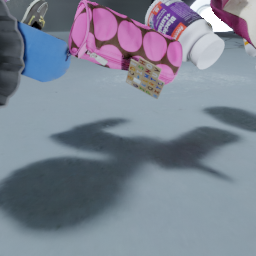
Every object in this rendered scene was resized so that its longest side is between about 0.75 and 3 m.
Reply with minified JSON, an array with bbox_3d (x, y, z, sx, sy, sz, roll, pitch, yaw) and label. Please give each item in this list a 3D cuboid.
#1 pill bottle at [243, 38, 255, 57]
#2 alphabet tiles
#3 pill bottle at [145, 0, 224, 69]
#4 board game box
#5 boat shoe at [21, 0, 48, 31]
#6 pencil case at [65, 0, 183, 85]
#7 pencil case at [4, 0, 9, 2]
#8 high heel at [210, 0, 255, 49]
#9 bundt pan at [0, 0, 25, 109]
[{"bbox_3d":[4.219,-3.079,8.260,1.610,2.898,1.610,-12,3,1],"label":"pill bottle"},{"bbox_3d":[0.371,-1.040,5.836,0.821,0.982,0.037,30,65,5],"label":"alphabet tiles"},{"bbox_3d":[1.736,-2.931,8.658,1.367,1.367,2.453,-16,54,-34],"label":"pill bottle"},{"bbox_3d":[-2.594,-2.090,7.333,2.202,1.740,0.429,19,53,-24],"label":"board game box"},{"bbox_3d":[-2.766,-3.005,8.174,0.549,0.650,1.825,24,70,4],"label":"boat shoe"},{"bbox_3d":[0.040,-1.914,6.899,2.981,1.353,1.396,8,46,-32],"label":"pencil case"},{"bbox_3d":[-2.761,-3.442,6.267,1.000,0.916,2.204,35,39,-12],"label":"pencil case"},{"bbox_3d":[2.188,-1.721,4.823,2.172,0.732,1.042,49,15,24],"label":"high heel"},{"bbox_3d":[-3.257,-1.414,5.283,0.984,2.621,2.621,13,26,20],"label":"bundt pan"}]
